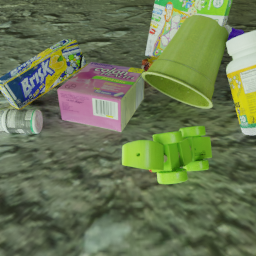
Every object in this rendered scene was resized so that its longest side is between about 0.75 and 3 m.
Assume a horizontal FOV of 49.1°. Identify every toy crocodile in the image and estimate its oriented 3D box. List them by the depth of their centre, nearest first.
[{"bbox_3d":[0.972,0.488,5.620,0.858,0.938,2.779,-8,-1,38],"label":"toy crocodile"}]

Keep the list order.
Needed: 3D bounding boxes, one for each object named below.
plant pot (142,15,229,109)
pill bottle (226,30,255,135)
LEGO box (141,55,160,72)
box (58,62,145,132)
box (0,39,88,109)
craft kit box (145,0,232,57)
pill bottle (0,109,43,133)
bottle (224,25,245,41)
[{"bbox_3d":[1.782,-1.921,7.875,2.143,2.035,2.143,26,-2,1],"label":"plant pot"},{"bbox_3d":[3.283,-1.142,7.043,1.362,2.415,1.362,-16,3,1],"label":"pill bottle"},{"bbox_3d":[1.480,-2.142,10.153,1.666,0.643,1.241,-25,46,-36],"label":"LEGO box"},{"bbox_3d":[-0.682,-1.016,8.311,1.860,1.022,2.115,12,35,17],"label":"box"},{"bbox_3d":[-2.654,-1.741,8.770,2.687,0.941,0.864,-41,37,-24],"label":"box"},{"bbox_3d":[2.301,-4.035,11.012,2.904,2.940,0.713,19,22,24],"label":"craft kit box"},{"bbox_3d":[-2.904,-0.183,7.418,1.130,0.639,0.639,1,34,3],"label":"pill bottle"},{"bbox_3d":[3.543,-2.416,8.314,1.840,0.601,0.769,25,-4,-14],"label":"bottle"}]
